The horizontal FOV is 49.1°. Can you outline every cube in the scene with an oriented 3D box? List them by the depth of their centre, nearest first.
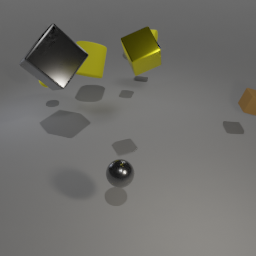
[{"bbox_3d":[0.318,-1.777,6.538,0.700,0.700,0.700,-24,72,1],"label":"cube"},{"bbox_3d":[-2.379,-2.175,8.916,1.400,1.400,1.400,-57,26,-11],"label":"cube"},{"bbox_3d":[4.606,-0.948,10.274,0.700,0.700,0.700,14,34,-8],"label":"cube"}]

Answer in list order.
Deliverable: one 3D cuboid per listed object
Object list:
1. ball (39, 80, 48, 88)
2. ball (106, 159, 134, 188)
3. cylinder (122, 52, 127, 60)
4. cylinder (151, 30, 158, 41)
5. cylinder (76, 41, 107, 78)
[{"bbox_3d":[-3.530,-2.118,12.204,0.700,0.700,0.700,0,32,0],"label":"ball"},{"bbox_3d":[-0.193,1.120,6.913,0.700,0.700,0.700,0,32,0],"label":"ball"},{"bbox_3d":[0.194,-3.325,12.072,0.700,0.700,0.700,14,78,22],"label":"cylinder"},{"bbox_3d":[1.039,-4.472,13.761,0.700,0.700,0.700,10,33,18],"label":"cylinder"},{"bbox_3d":[-1.753,-3.077,12.736,1.400,1.400,1.400,10,5,-1],"label":"cylinder"}]
